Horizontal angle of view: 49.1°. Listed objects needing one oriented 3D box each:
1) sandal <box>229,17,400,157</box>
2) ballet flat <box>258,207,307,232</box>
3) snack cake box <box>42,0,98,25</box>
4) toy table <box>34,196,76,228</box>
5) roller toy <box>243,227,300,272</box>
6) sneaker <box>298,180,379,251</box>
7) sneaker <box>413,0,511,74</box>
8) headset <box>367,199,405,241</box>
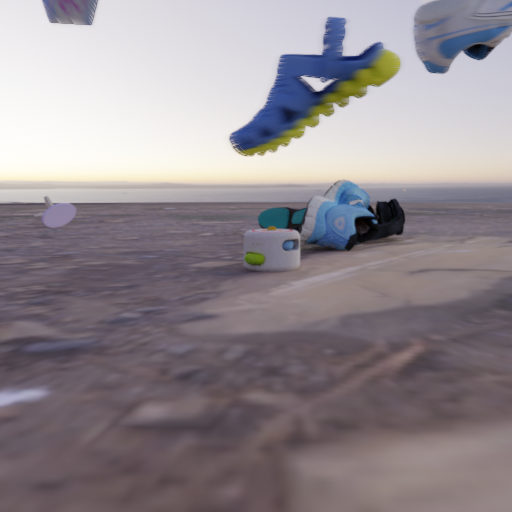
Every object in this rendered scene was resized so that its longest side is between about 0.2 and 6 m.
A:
[{"bbox_3d":[0.757,-2.789,9.275,3.042,1.324,1.209,-34,20,11],"label":"sandal"},{"bbox_3d":[0.891,-0.752,12.620,1.901,0.694,0.694,-2,3,43],"label":"ballet flat"},{"bbox_3d":[-1.904,-3.298,5.798,0.509,0.872,1.516,-12,-23,-33],"label":"snack cake box"},{"bbox_3d":[-5.391,-1.136,14.977,0.558,0.876,0.953,22,27,36],"label":"toy table"},{"bbox_3d":[0.194,-0.101,6.991,0.698,0.535,0.766,0,7,-3],"label":"roller toy"},{"bbox_3d":[1.617,-0.582,9.907,1.147,1.000,2.551,26,28,15],"label":"sneaker"},{"bbox_3d":[3.090,-3.150,7.240,2.558,0.927,0.919,-29,36,-14],"label":"sneaker"},{"bbox_3d":[2.428,-0.616,11.465,1.384,1.053,2.241,0,21,31],"label":"headset"}]
